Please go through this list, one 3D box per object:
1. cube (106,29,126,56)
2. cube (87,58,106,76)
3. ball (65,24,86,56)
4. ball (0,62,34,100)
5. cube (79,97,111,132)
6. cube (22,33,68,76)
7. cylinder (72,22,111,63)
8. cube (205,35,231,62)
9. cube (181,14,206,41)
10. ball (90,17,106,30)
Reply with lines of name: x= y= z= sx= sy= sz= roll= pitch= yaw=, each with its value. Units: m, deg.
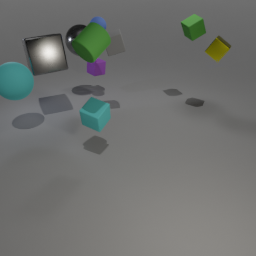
cube: x=-0.539 y=-3.288 z=10.762 sx=0.700 sy=0.700 sz=0.700 roll=-16 pitch=35 yaw=5
cube: x=-1.625 y=-3.124 z=14.312 sx=0.700 sy=0.700 sz=0.700 roll=-20 pitch=38 yaw=-39
ball: x=-2.160 y=-4.001 z=12.818 sx=1.400 sy=1.400 sz=1.400 roll=0 pitch=30 yaw=0
ball: x=-4.218 y=-1.724 z=10.359 sx=1.400 sy=1.400 sz=1.400 roll=0 pitch=30 yaw=0
cube: x=-1.034 y=-0.430 z=8.923 sx=0.700 sy=0.700 sz=0.700 roll=23 pitch=56 yaw=17
cube: x=-3.374 y=-3.003 z=11.358 sx=1.400 sy=1.400 sz=1.400 roll=-16 pitch=22 yaw=-20
cylinder: x=-0.896 y=-2.093 z=6.882 sx=0.700 sy=0.700 sz=0.700 roll=25 pitch=70 yaw=37
cube: x=3.648 y=-3.203 z=11.327 sx=0.700 sy=0.700 sz=0.700 roll=41 pitch=35 yaw=3
cube: x=2.769 y=-4.255 z=11.852 sx=0.700 sy=0.700 sz=0.700 roll=-31 pitch=42 yaw=0
ball: x=-1.248 y=-4.250 z=11.622 sx=0.700 sy=0.700 sz=0.700 roll=0 pitch=30 yaw=0
